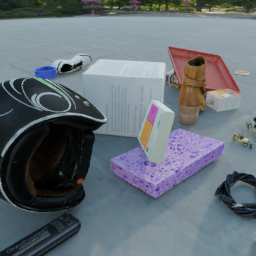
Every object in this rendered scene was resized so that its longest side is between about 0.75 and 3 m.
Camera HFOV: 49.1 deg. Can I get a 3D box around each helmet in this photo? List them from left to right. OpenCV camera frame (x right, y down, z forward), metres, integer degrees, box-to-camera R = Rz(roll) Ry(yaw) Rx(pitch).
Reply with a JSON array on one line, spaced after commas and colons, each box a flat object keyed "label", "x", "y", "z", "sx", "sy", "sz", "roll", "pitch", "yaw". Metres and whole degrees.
[{"label": "helmet", "x": -2.012, "y": 0.222, "z": 6.155, "sx": 2.884, "sy": 2.884, "sz": 2.749, "roll": -18, "pitch": 31, "yaw": -32}]

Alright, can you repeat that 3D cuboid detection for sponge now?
[{"label": "sponge", "x": 1.131, "y": 0.777, "z": 7.549, "sx": 2.866, "sy": 0.427, "sz": 1.599, "roll": -22, "pitch": 30, "yaw": -37}]

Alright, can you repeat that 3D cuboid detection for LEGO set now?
[{"label": "LEGO set", "x": 4.268, "y": 0.053, "z": 8.908, "sx": 1.278, "sy": 0.558, "sz": 1.968, "roll": 21, "pitch": 33, "yaw": 35}]

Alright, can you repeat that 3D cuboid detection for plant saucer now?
[{"label": "plant saucer", "x": 3.319, "y": -2.547, "z": 12.834, "sx": 2.892, "sy": 0.532, "sz": 2.897, "roll": 5, "pitch": 45, "yaw": -14}]

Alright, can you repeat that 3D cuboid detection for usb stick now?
[{"label": "usb stick", "x": -1.782, "y": 2.175, "z": 4.975, "sx": 2.047, "sy": 0.334, "sz": 0.568, "roll": -25, "pitch": 31, "yaw": -39}]

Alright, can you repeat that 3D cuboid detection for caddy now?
[{"label": "caddy", "x": -4.381, "y": -2.988, "z": 14.840, "sx": 1.208, "sy": 0.634, "sz": 0.854, "roll": -16, "pitch": 30, "yaw": -28}]

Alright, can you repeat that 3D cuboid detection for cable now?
[{"label": "cable", "x": 2.712, "y": 1.455, "z": 6.367, "sx": 1.137, "sy": 0.354, "sz": 1.393, "roll": 24, "pitch": 34, "yaw": 38}]

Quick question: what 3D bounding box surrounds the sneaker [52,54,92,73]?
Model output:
[{"label": "sneaker", "x": -3.039, "y": -3.548, "z": 15.847, "sx": 2.329, "sy": 0.859, "sz": 0.932, "roll": -24, "pitch": 38, "yaw": -25}]

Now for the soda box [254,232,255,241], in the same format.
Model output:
[{"label": "soda box", "x": 2.698, "y": 2.247, "z": 4.674, "sx": 0.497, "sy": 0.465, "sz": 1.460, "roll": -2, "pitch": 26, "yaw": -3}]

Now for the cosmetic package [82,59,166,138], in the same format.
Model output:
[{"label": "cosmetic package", "x": -0.050, "y": -1.057, "z": 9.445, "sx": 2.457, "sy": 2.043, "sz": 2.056, "roll": 5, "pitch": 27, "yaw": 9}]

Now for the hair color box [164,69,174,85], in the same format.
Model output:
[{"label": "hair color box", "x": 2.189, "y": -2.569, "z": 14.095, "sx": 0.336, "sy": 0.548, "sz": 1.107, "roll": 16, "pitch": 31, "yaw": 28}]

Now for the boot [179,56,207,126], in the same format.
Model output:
[{"label": "boot", "x": 2.414, "y": -1.605, "z": 10.384, "sx": 1.073, "sy": 2.172, "sz": 2.797, "roll": 11, "pitch": 29, "yaw": 21}]

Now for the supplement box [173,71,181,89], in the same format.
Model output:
[{"label": "supplement box", "x": 2.666, "y": -2.396, "z": 13.464, "sx": 0.825, "sy": 0.814, "sz": 0.548, "roll": -9, "pitch": 28, "yaw": -16}]

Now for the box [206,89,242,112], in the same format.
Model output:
[{"label": "box", "x": 3.814, "y": -1.128, "z": 11.215, "sx": 1.090, "sy": 0.580, "sz": 0.830, "roll": -11, "pitch": 29, "yaw": -21}]

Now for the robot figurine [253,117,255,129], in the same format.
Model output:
[{"label": "robot figurine", "x": 4.015, "y": -0.137, "z": 7.744, "sx": 0.983, "sy": 0.738, "sz": 0.613, "roll": 5, "pitch": 25, "yaw": -6}]

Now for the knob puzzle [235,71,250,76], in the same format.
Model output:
[{"label": "knob puzzle", "x": 6.418, "y": -3.133, "z": 15.686, "sx": 0.897, "sy": 0.124, "sz": 0.897, "roll": 0, "pitch": 27, "yaw": 0}]

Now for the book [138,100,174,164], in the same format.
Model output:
[{"label": "book", "x": 0.683, "y": -0.002, "z": 7.023, "sx": 0.435, "sy": 1.208, "sz": 1.808, "roll": 12, "pitch": 13, "yaw": -7}]
